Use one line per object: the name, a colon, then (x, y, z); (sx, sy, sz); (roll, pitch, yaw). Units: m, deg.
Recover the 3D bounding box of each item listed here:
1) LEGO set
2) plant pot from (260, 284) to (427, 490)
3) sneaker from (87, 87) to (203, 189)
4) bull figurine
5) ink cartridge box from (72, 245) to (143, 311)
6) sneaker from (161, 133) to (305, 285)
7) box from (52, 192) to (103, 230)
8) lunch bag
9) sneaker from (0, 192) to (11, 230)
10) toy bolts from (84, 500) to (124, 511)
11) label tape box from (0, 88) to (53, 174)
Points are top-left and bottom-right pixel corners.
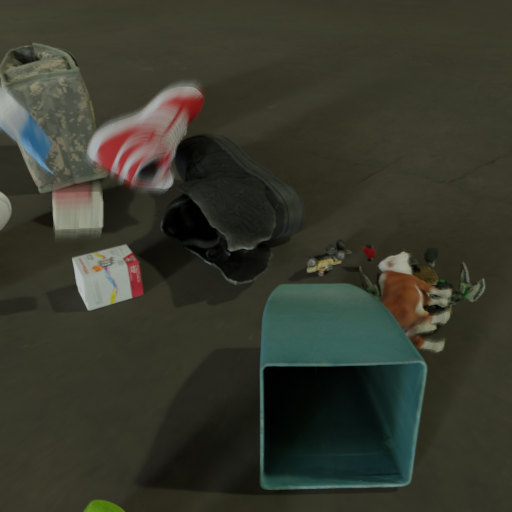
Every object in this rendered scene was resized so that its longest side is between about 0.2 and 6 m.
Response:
LEGO set: (1.968, 0.403, 8.025); (1.676, 0.731, 2.581); (-17, 23, -25)
plant pot: (0.736, 1.171, 6.011); (1.449, 1.450, 2.051); (-1, 23, -1)
sneaker: (-1.556, -2.051, 9.831); (1.372, 0.869, 2.440); (37, 60, 25)
bull figurine: (1.856, 0.536, 6.758); (0.902, 0.484, 1.486); (12, 40, 14)
ink cartridge box: (-2.140, 0.302, 8.059); (0.820, 0.593, 0.596); (-17, 36, -25)
sneaker: (-0.803, -0.976, 9.477); (2.135, 1.229, 4.093); (-19, 40, -36)
box: (-2.294, -0.589, 7.206); (0.596, 0.381, 0.324); (-4, 32, -22)
lunch bag: (-4.258, -2.975, 11.634); (1.662, 2.318, 2.826); (-19, 37, -18)
sneaker: (-4.560, 0.120, 8.032); (1.546, 1.213, 3.112); (21, 46, 19)
toy bolts: (-1.181, 2.839, 4.105); (1.354, 0.983, 1.418); (38, 18, -14)
label tape box: (-2.874, -1.570, 6.902); (1.041, 0.746, 0.344); (39, 78, 13)
